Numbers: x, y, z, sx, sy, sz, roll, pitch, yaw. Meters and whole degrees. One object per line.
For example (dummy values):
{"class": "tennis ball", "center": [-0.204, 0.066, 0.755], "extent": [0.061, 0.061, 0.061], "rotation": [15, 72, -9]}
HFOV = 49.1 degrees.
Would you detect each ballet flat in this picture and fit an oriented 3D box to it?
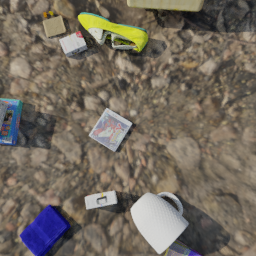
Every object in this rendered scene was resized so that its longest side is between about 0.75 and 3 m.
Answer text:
{"class": "ballet flat", "center": [-0.618, -3.422, 10.202], "extent": [2.704, 0.903, 0.906], "rotation": [16, 85, 1]}

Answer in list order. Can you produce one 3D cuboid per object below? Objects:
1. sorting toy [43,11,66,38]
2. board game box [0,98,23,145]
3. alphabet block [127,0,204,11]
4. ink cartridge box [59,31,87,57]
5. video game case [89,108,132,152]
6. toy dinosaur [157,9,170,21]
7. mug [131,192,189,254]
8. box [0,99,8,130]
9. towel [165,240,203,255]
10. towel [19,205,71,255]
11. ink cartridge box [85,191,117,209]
{"class": "sorting toy", "center": [-2.843, -3.995, 10.681], "extent": [0.769, 0.138, 1.032], "rotation": [-18, 80, 1]}
{"class": "board game box", "center": [-4.455, -0.243, 9.831], "extent": [1.211, 0.358, 1.592], "rotation": [5, 79, 1]}
{"class": "alphabet block", "center": [1.399, -6.006, 9.334], "extent": [2.767, 2.833, 2.782], "rotation": [6, 60, 3]}
{"class": "ink cartridge box", "center": [-2.018, -3.102, 10.379], "extent": [0.845, 0.362, 0.624], "rotation": [-23, 80, -2]}
{"class": "video game case", "center": [-0.608, 0.056, 9.891], "extent": [1.086, 0.137, 1.191], "rotation": [31, 81, 6]}
{"class": "toy dinosaur", "center": [1.159, -4.748, 10.653], "extent": [2.513, 0.732, 1.271], "rotation": [-18, 64, -11]}
{"class": "mug", "center": [1.041, 2.761, 8.902], "extent": [1.761, 1.300, 1.544], "rotation": [-32, 68, -36]}
{"class": "box", "center": [-4.900, -0.438, 9.254], "extent": [1.290, 0.843, 1.283], "rotation": [10, 79, 4]}
{"class": "towel", "center": [1.869, 4.483, 9.018], "extent": [1.657, 0.189, 1.190], "rotation": [29, 80, 6]}
{"class": "towel", "center": [-2.718, 3.372, 9.142], "extent": [1.065, 0.357, 1.442], "rotation": [43, 82, 7]}
{"class": "ink cartridge box", "center": [-0.867, 2.341, 9.160], "extent": [0.968, 0.715, 0.415], "rotation": [-12, 80, -3]}
